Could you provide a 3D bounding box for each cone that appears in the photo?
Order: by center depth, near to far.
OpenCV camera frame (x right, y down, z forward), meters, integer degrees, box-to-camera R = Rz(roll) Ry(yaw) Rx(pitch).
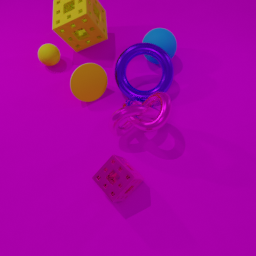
[{"bbox_3d":[-1.431,-1.583,8.883,1.191,1.191,1.195,-28,34,-16],"label":"cone"}]

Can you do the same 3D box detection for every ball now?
[{"bbox_3d":[1.030,-2.694,9.248,1.149,1.149,1.149,0,58,0],"label":"ball"},{"bbox_3d":[-2.625,-2.435,9.335,0.717,0.717,0.717,0,58,0],"label":"ball"}]

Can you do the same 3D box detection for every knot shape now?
[{"bbox_3d":[0.236,-0.335,7.627,1.698,1.815,0.839,-25,103,-16],"label":"knot shape"}]

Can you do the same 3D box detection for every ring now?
[{"bbox_3d":[0.494,-1.703,8.615,1.830,0.366,1.830,0,92,2],"label":"ring"}]

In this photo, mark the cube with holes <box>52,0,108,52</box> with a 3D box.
[{"bbox_3d":[-1.585,-3.624,9.375,1.284,1.284,1.284,-16,64,22],"label":"cube with holes"}]

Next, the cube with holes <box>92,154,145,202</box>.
[{"bbox_3d":[-0.224,1.238,6.883,0.781,0.781,0.781,-48,67,4],"label":"cube with holes"}]
